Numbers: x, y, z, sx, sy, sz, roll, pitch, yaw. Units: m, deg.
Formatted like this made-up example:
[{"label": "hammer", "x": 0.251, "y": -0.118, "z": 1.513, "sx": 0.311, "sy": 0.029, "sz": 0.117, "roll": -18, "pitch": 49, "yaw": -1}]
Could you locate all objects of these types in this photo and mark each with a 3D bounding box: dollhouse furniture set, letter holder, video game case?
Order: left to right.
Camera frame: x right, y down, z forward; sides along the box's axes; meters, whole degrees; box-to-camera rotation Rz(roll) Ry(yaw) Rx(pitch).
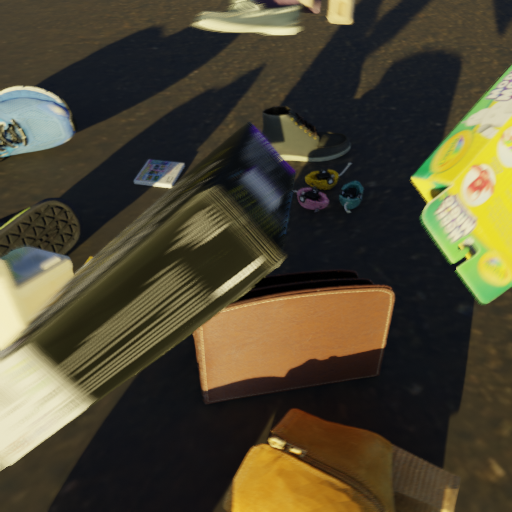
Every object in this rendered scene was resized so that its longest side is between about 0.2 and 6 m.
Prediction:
[{"label": "video game case", "x": -1.891, "y": -1.619, "z": 10.987, "sx": 0.757, "sy": 0.099, "sz": 0.832, "roll": 7, "pitch": 41, "yaw": 10}, {"label": "letter holder", "x": 0.358, "y": 0.719, "z": 6.911, "sx": 2.272, "sy": 1.615, "sz": 1.143, "roll": -7, "pitch": 40, "yaw": -8}, {"label": "dollhouse furniture set", "x": 0.982, "y": -5.511, "z": 10.255, "sx": 1.801, "sy": 2.273, "sz": 1.613, "roll": 6, "pitch": 22, "yaw": 7}]

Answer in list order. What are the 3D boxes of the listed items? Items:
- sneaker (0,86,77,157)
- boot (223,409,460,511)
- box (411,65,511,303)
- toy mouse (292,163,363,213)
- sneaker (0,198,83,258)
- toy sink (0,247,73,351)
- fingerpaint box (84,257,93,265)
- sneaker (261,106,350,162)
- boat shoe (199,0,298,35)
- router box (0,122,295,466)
[{"label": "sneaker", "x": -5.290, "y": -2.224, "z": 10.920, "sx": 3.623, "sy": 1.423, "sz": 1.615, "roll": -9, "pitch": 46, "yaw": 2}, {"label": "boot", "x": 0.560, "y": 2.743, "z": 5.084, "sx": 2.045, "sy": 1.005, "sz": 2.857, "roll": 12, "pitch": 37, "yaw": 23}, {"label": "box", "x": 2.677, "y": -0.907, "z": 5.619, "sx": 2.585, "sy": 1.516, "sz": 0.625, "roll": -48, "pitch": 28, "yaw": -9}, {"label": "toy mouse", "x": 1.343, "y": -1.055, "z": 10.110, "sx": 1.660, "sy": 0.321, "sz": 1.475, "roll": -15, "pitch": 41, "yaw": -17}, {"label": "sneaker", "x": -3.987, "y": 0.183, "z": 8.315, "sx": 3.170, "sy": 1.137, "sz": 1.313, "roll": -36, "pitch": 21, "yaw": -34}, {"label": "toy sink", "x": -2.364, "y": 0.388, "z": 5.797, "sx": 0.889, "sy": 1.364, "sz": 0.764, "roll": 9, "pitch": 33, "yaw": 36}, {"label": "fingerpaint box", "x": -2.076, "y": 0.514, "z": 8.116, "sx": 1.110, "sy": 0.407, "sz": 0.926, "roll": 8, "pitch": 39, "yaw": 10}, {"label": "sneaker", "x": 1.022, "y": -2.496, "z": 11.339, "sx": 1.883, "sy": 1.000, "sz": 0.704, "roll": -4, "pitch": 39, "yaw": -5}, {"label": "boat shoe", "x": -0.103, "y": -4.040, "z": 9.425, "sx": 1.741, "sy": 0.538, "sz": 0.652, "roll": -3, "pitch": 25, "yaw": -15}, {"label": "router box", "x": -0.909, "y": 0.184, "z": 4.352, "sx": 2.610, "sy": 0.666, "sz": 1.947, "roll": -37, "pitch": 15, "yaw": 21}]
